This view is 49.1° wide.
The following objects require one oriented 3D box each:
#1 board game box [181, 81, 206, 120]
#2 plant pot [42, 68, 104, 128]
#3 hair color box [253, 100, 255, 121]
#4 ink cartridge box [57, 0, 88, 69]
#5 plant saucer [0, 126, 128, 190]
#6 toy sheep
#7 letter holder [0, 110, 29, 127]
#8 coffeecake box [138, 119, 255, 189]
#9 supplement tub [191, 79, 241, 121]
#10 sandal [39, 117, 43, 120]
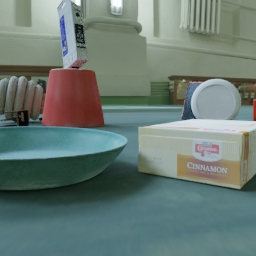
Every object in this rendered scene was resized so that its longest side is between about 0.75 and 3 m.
[{"bbox_3d":[2.832,-1.073,11.466,1.034,2.009,0.195,1,48,1],"label":"board game box"},{"bbox_3d":[-1.886,-1.029,9.681,2.140,1.893,2.140,0,5,0],"label":"plant pot"},{"bbox_3d":[6.642,-0.710,11.253,2.935,0.938,1.628,1,5,25],"label":"hair color box"},{"bbox_3d":[-2.022,-3.417,10.118,0.493,2.516,1.251,-5,-6,-34],"label":"ink cartridge box"},{"bbox_3d":[-1.157,0.308,3.462,2.309,0.415,2.309,2,7,0],"label":"plant saucer"},{"bbox_3d":[-4.312,-1.144,10.964,2.865,1.975,1.975,5,4,-19],"label":"toy sheep"},{"bbox_3d":[-3.717,-0.282,8.950,0.772,0.546,1.086,-2,6,-4],"label":"letter holder"},{"bbox_3d":[1.064,0.225,3.661,1.219,0.580,1.588,4,7,36],"label":"coffeecake box"},{"bbox_3d":[3.037,-0.861,9.705,1.525,1.525,2.173,2,6,17],"label":"supplement tub"},{"bbox_3d":[-3.309,-0.380,11.649,1.039,0.249,0.390,-12,-3,41],"label":"sandal"}]
